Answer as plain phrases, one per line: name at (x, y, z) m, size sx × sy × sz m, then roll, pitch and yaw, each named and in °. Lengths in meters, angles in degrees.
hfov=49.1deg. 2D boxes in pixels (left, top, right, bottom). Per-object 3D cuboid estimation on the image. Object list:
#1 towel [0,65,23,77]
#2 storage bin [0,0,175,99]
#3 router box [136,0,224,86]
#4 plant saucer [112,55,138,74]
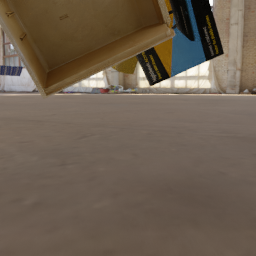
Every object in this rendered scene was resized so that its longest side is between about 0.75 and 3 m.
towel at (-2.152, -0.964, 4.559) m, size 0.788 × 0.094 × 0.570 m, roll 0°, pitch -2°, yaw -25°
storage bin at (-0.905, -2.585, 5.011) m, size 2.906 × 2.928 × 1.372 m, roll -25°, pitch 28°, yaw -1°
router box at (0.957, -2.789, 7.088) m, size 2.162 × 2.898 × 0.740 m, roll -23°, pitch 30°, yaw 11°
plant saucer at (-0.761, -3.303, 9.214) m, size 0.689 × 2.843 × 2.842 m, roll -42°, pitch -10°, yaw -25°
